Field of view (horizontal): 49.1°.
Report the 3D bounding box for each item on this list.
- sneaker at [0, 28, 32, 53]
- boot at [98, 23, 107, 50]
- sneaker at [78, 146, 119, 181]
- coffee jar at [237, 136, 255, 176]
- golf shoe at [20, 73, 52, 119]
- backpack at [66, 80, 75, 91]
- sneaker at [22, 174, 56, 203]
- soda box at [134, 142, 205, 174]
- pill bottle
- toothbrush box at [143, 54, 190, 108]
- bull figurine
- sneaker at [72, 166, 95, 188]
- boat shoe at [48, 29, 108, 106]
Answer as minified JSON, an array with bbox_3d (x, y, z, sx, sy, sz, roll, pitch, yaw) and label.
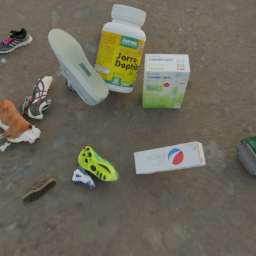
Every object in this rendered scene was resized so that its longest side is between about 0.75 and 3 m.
[{"bbox_3d":[-5.382,-4.107,12.990,1.754,0.767,0.647,-29,62,-17],"label":"sneaker"},{"bbox_3d":[-0.472,-4.065,13.054,1.844,0.696,2.105,-9,56,9],"label":"boot"},{"bbox_3d":[-1.039,1.302,9.588,1.890,0.790,0.700,35,85,40],"label":"sneaker"},{"bbox_3d":[5.190,0.688,9.718,2.476,1.056,1.291,-17,59,-11],"label":"coffee jar"},{"bbox_3d":[-3.462,-1.253,11.278,0.917,0.804,2.082,26,62,-7],"label":"golf shoe"},{"bbox_3d":[-2.160,-1.932,11.619,0.756,0.720,0.582,-30,78,-18],"label":"backpack"},{"bbox_3d":[-2.993,2.012,9.326,1.209,0.426,0.457,-31,44,-22],"label":"sneaker"},{"bbox_3d":[1.317,0.998,9.058,2.162,0.688,0.736,-13,76,26],"label":"soda box"},{"bbox_3d":[-0.277,-3.006,10.779,1.691,2.999,1.691,13,16,-4],"label":"pill bottle"},{"bbox_3d":[1.368,-1.720,10.638,1.549,2.128,0.916,2,57,0],"label":"toothbrush box"},{"bbox_3d":[-4.332,-0.037,10.345,1.482,0.795,2.441,-35,64,-20],"label":"bull figurine"},{"bbox_3d":[-1.566,1.763,9.468,0.549,0.384,0.951,-38,58,-17],"label":"sneaker"},{"bbox_3d":[-1.910,-2.035,9.852,2.953,1.052,1.030,54,45,-2],"label":"boat shoe"}]
